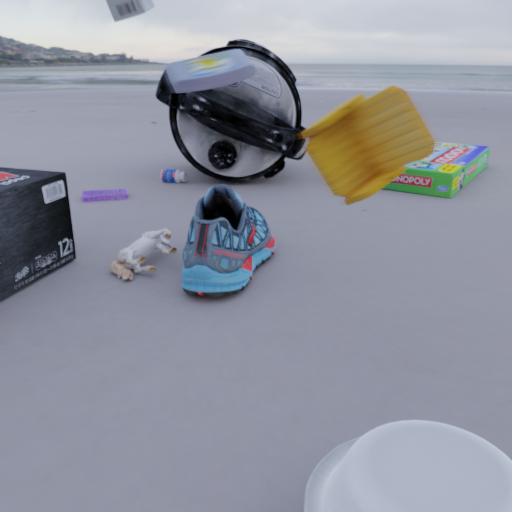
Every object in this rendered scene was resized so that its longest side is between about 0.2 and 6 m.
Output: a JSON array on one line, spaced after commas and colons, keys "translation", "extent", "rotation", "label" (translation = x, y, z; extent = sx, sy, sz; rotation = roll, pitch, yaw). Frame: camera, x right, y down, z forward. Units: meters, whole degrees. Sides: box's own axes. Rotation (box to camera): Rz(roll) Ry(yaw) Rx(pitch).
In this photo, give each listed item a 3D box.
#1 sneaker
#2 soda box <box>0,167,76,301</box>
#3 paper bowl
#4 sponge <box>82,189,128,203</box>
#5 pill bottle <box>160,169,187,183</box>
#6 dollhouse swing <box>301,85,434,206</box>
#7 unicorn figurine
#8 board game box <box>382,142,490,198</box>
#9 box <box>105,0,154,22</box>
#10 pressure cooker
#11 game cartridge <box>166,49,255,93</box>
[{"translation": [-0.324, -0.464, 8.531], "extent": [1.129, 1.360, 2.846], "rotation": [3, 21, 8], "label": "sneaker"}, {"translation": [-4.349, 0.066, 6.956], "extent": [1.656, 1.482, 4.680], "rotation": [7, 21, 17], "label": "soda box"}, {"translation": [1.102, 1.692, 3.571], "extent": [1.603, 0.834, 1.603], "rotation": [0, 22, 0], "label": "paper bowl"}, {"translation": [-3.429, -1.377, 12.707], "extent": [1.004, 0.150, 0.560], "rotation": [-6, 22, -15], "label": "sponge"}, {"translation": [-2.074, -2.013, 14.124], "extent": [0.608, 0.341, 0.341], "rotation": [4, 21, 15], "label": "pill bottle"}, {"translation": [1.354, -1.324, 6.766], "extent": [1.013, 1.115, 0.980], "rotation": [-37, 13, -13], "label": "dollhouse swing"}, {"translation": [-1.685, -0.115, 8.749], "extent": [1.438, 0.531, 0.988], "rotation": [-24, 22, -38], "label": "unicorn figurine"}, {"translation": [4.305, -2.447, 14.906], "extent": [2.842, 0.615, 4.224], "rotation": [11, 23, 29], "label": "board game box"}, {"translation": [-2.129, -4.306, 9.295], "extent": [0.607, 0.610, 0.523], "rotation": [-10, 31, 17], "label": "box"}, {"translation": [-0.506, -3.612, 14.266], "extent": [3.346, 3.398, 3.804], "rotation": [-19, 21, 3], "label": "pressure cooker"}, {"translation": [-0.747, -3.038, 9.210], "extent": [1.354, 0.274, 0.903], "rotation": [-16, 45, -9], "label": "game cartridge"}]
